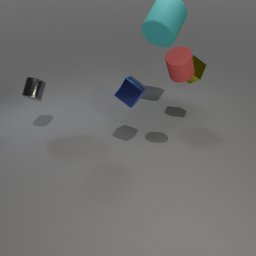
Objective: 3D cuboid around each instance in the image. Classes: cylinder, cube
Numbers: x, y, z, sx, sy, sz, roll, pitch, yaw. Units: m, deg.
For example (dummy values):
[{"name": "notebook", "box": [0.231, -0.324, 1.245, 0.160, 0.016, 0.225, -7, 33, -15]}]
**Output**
[{"name": "cylinder", "box": [1.442, -4.196, 11.070, 1.400, 1.400, 1.400, 17, 70, 28]}, {"name": "cylinder", "box": [1.414, -1.721, 7.606, 0.700, 0.700, 0.700, -10, 53, 14]}, {"name": "cube", "box": [2.365, -2.182, 10.493, 0.700, 0.700, 0.700, 29, -13, -20]}, {"name": "cylinder", "box": [-3.447, -1.419, 10.272, 0.700, 0.700, 0.700, 13, -5, 1]}, {"name": "cube", "box": [0.100, -1.170, 8.995, 0.700, 0.700, 0.700, 37, 21, 2]}]
